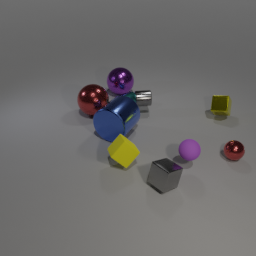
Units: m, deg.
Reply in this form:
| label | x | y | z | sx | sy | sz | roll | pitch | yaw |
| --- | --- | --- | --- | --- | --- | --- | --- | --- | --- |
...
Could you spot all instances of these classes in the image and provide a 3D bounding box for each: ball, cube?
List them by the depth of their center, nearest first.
| label | x | y | z | sx | sy | sz | roll | pitch | yaw |
| --- | --- | --- | --- | --- | --- | --- | --- | --- | --- |
| cube | 1.121 | 1.415 | 8.502 | 0.700 | 0.700 | 0.700 | -7 | 28 | -42 |
| ball | 1.970 | 0.699 | 8.966 | 0.700 | 0.700 | 0.700 | 0 | 31 | 0 |
| cube | -0.155 | 0.752 | 9.248 | 0.700 | 0.700 | 0.700 | 38 | 6 | -23 |
| ball | 3.669 | 0.769 | 9.681 | 0.700 | 0.700 | 0.700 | 0 | 31 | 0 |
| cube | 4.040 | -0.969 | 12.117 | 0.700 | 0.700 | 0.700 | 5 | -11 | 31 |
| ball | -1.535 | -1.237 | 12.378 | 1.400 | 1.400 | 1.400 | 0 | 31 | 0 |
| ball | -0.391 | -2.397 | 14.354 | 1.400 | 1.400 | 1.400 | 0 | 31 | 0 |

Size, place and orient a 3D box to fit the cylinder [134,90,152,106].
| label | x | y | z | sx | sy | sz | roll | pitch | yaw |
| --- | --- | --- | --- | --- | --- | --- | --- | --- | --- |
| cylinder | 0.670 | -1.326 | 12.526 | 0.700 | 0.700 | 0.700 | -4 | 31 | -4 |

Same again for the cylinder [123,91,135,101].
| label | x | y | z | sx | sy | sz | roll | pitch | yaw |
| --- | --- | --- | --- | --- | --- | --- | --- | --- | --- |
| cylinder | 0.003 | -1.287 | 13.166 | 0.700 | 0.700 | 0.700 | -27 | 40 | -37 |

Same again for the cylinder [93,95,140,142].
| label | x | y | z | sx | sy | sz | roll | pitch | yaw |
| --- | --- | --- | --- | --- | --- | --- | --- | --- | --- |
| cylinder | -0.420 | -0.381 | 10.955 | 1.400 | 1.400 | 1.400 | 14 | 34 | 22 |
